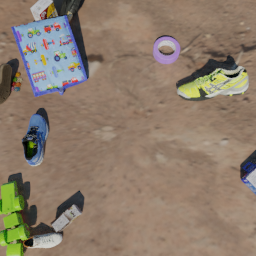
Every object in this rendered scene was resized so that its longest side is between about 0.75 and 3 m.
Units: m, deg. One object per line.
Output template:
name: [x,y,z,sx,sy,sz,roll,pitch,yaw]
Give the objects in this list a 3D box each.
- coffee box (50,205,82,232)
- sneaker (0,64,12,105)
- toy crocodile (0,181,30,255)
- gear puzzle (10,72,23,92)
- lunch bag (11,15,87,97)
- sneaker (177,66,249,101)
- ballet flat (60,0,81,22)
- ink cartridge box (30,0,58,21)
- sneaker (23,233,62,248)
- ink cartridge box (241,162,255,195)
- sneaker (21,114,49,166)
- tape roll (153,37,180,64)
coffee box: [-1.926,2.835,8.799,0.891,0.504,0.356,-37,75,-12]
sneaker: [-4.654,-1.601,10.301,0.578,0.539,1.531,11,84,44]
toy crocodile: [-3.580,2.844,8.748,0.809,0.740,2.398,-17,68,-5]
gear puzzle: [-4.180,-1.744,10.504,0.420,0.106,0.812,5,72,2]
lunch bag: [-2.777,-2.472,10.234,1.984,1.240,2.636,-18,82,-14]
sneaker: [2.932,-1.612,9.818,2.466,0.942,0.930,-11,41,4]
ballet flat: [-1.931,-5.406,11.377,0.958,0.819,2.884,12,73,45]
ink cartridge box: [-3.082,-4.416,10.814,0.492,1.173,1.029,35,75,11]
sneaker: [-2.626,3.491,8.597,1.167,0.494,0.425,-10,71,-5]
ink cartridge box: [4.424,1.704,9.147,0.960,0.537,1.408,-39,78,-11]
sneaker: [-3.141,0.334,9.462,0.708,0.803,1.802,-2,71,-1]
tape roll: [1.477,-2.991,10.796,1.016,0.333,1.016,0,73,0]
